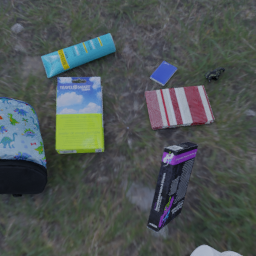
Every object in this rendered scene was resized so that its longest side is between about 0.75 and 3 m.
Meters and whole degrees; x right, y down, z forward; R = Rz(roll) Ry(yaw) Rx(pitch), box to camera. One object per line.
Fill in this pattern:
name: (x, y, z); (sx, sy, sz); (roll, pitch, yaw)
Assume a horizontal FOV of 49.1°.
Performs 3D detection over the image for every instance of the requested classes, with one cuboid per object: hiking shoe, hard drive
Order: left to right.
hard drive: (1.199, -1.842, 9.402); (0.545, 0.105, 0.827); (33, 68, 16)
hiking shoe: (2.913, -1.742, 9.262); (0.752, 0.285, 0.378); (-21, 71, -11)

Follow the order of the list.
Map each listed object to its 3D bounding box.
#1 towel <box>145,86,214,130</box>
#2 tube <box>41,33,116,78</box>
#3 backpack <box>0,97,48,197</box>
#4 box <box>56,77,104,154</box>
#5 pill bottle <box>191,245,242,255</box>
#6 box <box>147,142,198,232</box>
towel: (1.574, -0.663, 8.725); (1.923, 0.219, 1.385); (-6, 62, -3)
tube: (-1.665, -2.492, 9.517); (2.481, 0.625, 0.961); (-21, 60, -3)
backpack: (-3.156, 0.376, 7.343); (1.965, 1.852, 2.409); (13, 28, -35)
box: (-1.401, -0.390, 8.187); (1.342, 0.525, 2.201); (-2, 73, -6)
pill bottle: (2.374, 3.393, 5.761); (2.300, 1.281, 1.281); (31, 66, -6)
box: (1.071, 1.326, 6.617); (0.346, 1.370, 1.916); (16, 101, 31)
